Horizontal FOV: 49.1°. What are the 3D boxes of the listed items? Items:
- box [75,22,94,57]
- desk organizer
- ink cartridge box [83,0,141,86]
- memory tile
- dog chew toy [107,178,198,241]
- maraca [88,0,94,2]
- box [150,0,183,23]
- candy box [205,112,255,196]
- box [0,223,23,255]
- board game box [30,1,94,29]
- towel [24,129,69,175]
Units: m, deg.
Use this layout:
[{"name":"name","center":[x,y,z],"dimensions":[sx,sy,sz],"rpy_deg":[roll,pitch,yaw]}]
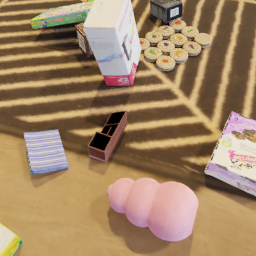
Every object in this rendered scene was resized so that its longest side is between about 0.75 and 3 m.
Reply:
[{"name":"box","center":[-0.816,-3.411,9.945],"dimensions":[1.940,0.971,0.727],"rpy_deg":[-27,59,-18]},{"name":"desk organizer","center":[-0.529,0.150,7.653],"dimensions":[0.538,0.578,1.501],"rpy_deg":[19,57,13]},{"name":"ink cartridge box","center":[-0.355,-2.635,8.469],"dimensions":[0.976,2.280,1.683],"rpy_deg":[5,60,15]},{"name":"memory tile","center":[1.609,-3.097,10.189],"dimensions":[2.559,0.215,1.961],"rpy_deg":[-34,61,-22]},{"name":"dog chew toy","center":[0.491,1.679,6.236],"dimensions":[2.013,1.253,1.253],"rpy_deg":[14,56,17]},{"name":"maraca","center":[-1.226,-5.591,11.722],"dimensions":[1.212,0.648,0.831],"rpy_deg":[-34,71,-10]},{"name":"box","center":[1.490,-4.686,10.982],"dimensions":[0.814,0.587,1.096],"rpy_deg":[-26,49,-17]},{"name":"candy box","center":[3.061,0.653,7.247],"dimensions":[1.523,0.649,1.815],"rpy_deg":[24,58,16]},{"name":"box","center":[-3.502,2.946,5.688],"dimensions":[1.391,0.574,2.371],"rpy_deg":[27,56,17]},{"name":"board game box","center":[-2.232,-4.187,10.304],"dimensions":[2.259,0.329,1.520],"rpy_deg":[-1,36,18]},{"name":"towel","center":[-2.180,0.595,7.426],"dimensions":[0.958,0.158,1.323],"rpy_deg":[-7,54,-27]}]
